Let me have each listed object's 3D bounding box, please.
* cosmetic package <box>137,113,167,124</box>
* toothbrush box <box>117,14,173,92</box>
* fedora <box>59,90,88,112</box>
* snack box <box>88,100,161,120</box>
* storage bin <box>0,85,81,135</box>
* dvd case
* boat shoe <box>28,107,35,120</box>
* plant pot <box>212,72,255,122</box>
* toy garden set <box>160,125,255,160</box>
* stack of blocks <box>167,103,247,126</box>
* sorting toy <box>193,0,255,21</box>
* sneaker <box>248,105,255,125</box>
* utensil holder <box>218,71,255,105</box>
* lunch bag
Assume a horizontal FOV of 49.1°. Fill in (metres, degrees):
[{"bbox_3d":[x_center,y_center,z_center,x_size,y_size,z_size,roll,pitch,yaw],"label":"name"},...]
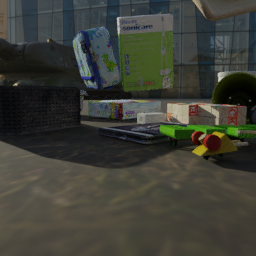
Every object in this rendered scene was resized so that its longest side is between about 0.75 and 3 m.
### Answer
[{"bbox_3d":[0.871,-0.347,10.183,0.975,0.396,0.550,-3,8,-31],"label":"cosmetic package"},{"bbox_3d":[0.587,-2.550,9.506,1.726,2.371,1.020,-6,23,-4],"label":"toothbrush box"},{"bbox_3d":[-3.255,-1.268,14.448,2.559,1.156,2.263,-3,4,29],"label":"fedora"},{"bbox_3d":[-0.095,-0.915,13.162,2.090,0.778,2.938,6,9,39],"label":"snack box"},{"bbox_3d":[-3.028,-0.641,8.748,1.930,1.338,2.854,5,8,33],"label":"storage bin"},{"bbox_3d":[0.798,0.076,7.438,2.620,0.209,1.948,-5,9,-38],"label":"dvd case"},{"bbox_3d":[-4.556,-0.662,10.067,2.661,0.828,0.993,-4,26,-27],"label":"boat shoe"},{"bbox_3d":[4.437,-1.063,11.205,1.897,1.897,1.826,3,-3,23],"label":"plant pot"},{"bbox_3d":[1.956,0.239,5.342,2.281,0.455,1.901,0,5,-9],"label":"toy garden set"},{"bbox_3d":[2.543,-0.440,9.483,1.420,0.722,2.466,-3,8,-22],"label":"stack of blocks"},{"bbox_3d":[1.748,-2.858,4.718,2.430,2.249,0.443,-17,-25,-19],"label":"sorting toy"},{"bbox_3d":[4.906,-0.348,8.469,2.328,0.866,1.019,-1,12,-10],"label":"sneaker"},{"bbox_3d":[5.218,-1.616,13.496,1.785,2.100,1.785,1,7,0],"label":"utensil holder"},{"bbox_3d":[-1.183,-2.419,10.062,1.065,2.077,2.584,-20,17,-14],"label":"lunch bag"}]
